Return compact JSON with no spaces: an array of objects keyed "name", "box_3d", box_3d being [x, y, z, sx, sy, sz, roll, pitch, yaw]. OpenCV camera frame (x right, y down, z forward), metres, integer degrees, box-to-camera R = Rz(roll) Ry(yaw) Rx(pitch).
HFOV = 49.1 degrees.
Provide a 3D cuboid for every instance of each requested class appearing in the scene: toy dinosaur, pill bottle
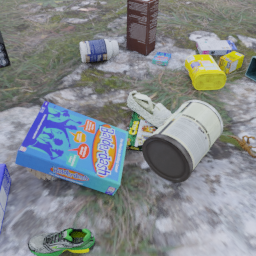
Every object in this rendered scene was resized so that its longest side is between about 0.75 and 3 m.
[{"name":"toy dinosaur","box_3d":[3.290,0.415,8.014,0.328,0.577,1.086,-15,53,-39]},{"name":"pill bottle","box_3d":[-1.230,-3.334,12.035,1.574,0.874,0.874,-10,42,-11]}]

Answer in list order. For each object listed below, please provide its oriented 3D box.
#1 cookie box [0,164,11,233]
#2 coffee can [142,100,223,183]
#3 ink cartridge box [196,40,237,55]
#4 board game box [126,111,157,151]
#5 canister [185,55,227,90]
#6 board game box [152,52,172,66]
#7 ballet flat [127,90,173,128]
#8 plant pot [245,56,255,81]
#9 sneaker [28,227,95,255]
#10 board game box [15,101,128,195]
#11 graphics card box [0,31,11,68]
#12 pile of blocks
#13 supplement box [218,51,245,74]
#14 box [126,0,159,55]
[{"name":"cookie box","box_3d":[-3.653,1.780,6.346,1.580,0.694,1.847,-5,42,-6]},{"name":"coffee can","box_3d":[1.493,0.302,7.481,1.407,1.407,1.922,27,48,27]},{"name":"ink cartridge box","box_3d":[4.044,-3.678,12.840,1.627,0.341,0.971,-3,42,1]},{"name":"board game box","box_3d":[0.455,0.064,8.699,0.880,0.197,1.680,5,41,9]},{"name":"canister","box_3d":[2.955,-2.208,10.893,1.216,0.709,1.638,-3,40,-3]},{"name":"board game box","box_3d":[1.480,-3.029,12.203,0.646,0.191,0.850,14,43,15]},{"name":"ballet flat","box_3d":[0.737,-0.584,8.871,2.043,0.733,0.733,32,50,29]},{"name":"plant pot","box_3d":[5.309,-2.314,10.964,0.856,0.841,0.838,-16,43,-30]},{"name":"sneaker","box_3d":[-1.390,2.303,5.846,1.368,0.583,0.534,-6,42,-6]},{"name":"board game box","box_3d":[-1.305,0.474,7.264,2.490,0.560,1.894,21,42,-11]},{"name":"graphics card box","box_3d":[-6.201,-2.950,10.993,2.655,1.666,0.675,-25,47,-27]},{"name":"pile of blocks","box_3d":[-2.005,0.520,7.840,1.025,0.776,2.496,21,42,-11]},{"name":"supplement box","box_3d":[4.282,-2.732,11.602,0.990,0.539,0.542,-27,48,-28]},{"name":"box","box_3d":[0.611,-4.518,12.300,1.150,2.297,0.861,27,45,26]}]
